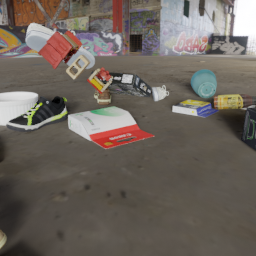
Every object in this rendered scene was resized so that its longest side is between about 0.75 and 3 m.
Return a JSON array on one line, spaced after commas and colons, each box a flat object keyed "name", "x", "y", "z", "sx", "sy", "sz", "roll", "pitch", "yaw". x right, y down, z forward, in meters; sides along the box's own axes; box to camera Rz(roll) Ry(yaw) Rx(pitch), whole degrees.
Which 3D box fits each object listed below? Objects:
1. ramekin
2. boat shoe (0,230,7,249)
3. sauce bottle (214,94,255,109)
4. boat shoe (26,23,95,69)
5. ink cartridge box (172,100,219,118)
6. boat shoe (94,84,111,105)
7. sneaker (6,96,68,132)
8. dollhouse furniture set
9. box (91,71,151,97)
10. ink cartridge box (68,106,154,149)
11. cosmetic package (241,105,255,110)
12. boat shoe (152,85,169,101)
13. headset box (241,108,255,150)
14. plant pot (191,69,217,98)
[{"name": "ramekin", "x": -4.392, "y": -0.764, "z": 10.741, "sx": 1.911, "sy": 0.931, "sz": 1.911, "roll": 0, "pitch": 17, "yaw": 0}, {"name": "boat shoe", "x": -2.802, "y": 1.507, "z": 4.242, "sx": 1.964, "sy": 0.638, "sz": 0.709, "roll": 5, "pitch": 19, "yaw": 14}, {"name": "sauce bottle", "x": 4.736, "y": -1.153, "z": 12.058, "sx": 1.969, "sy": 0.650, "sz": 0.650, "roll": -2, "pitch": 15, "yaw": 25}, {"name": "boat shoe", "x": -2.710, "y": -3.495, "z": 11.614, "sx": 2.980, "sy": 1.271, "sz": 1.101, "roll": 15, "pitch": -36, "yaw": -33}, {"name": "ink cartridge box", "x": 2.929, "y": -0.864, "z": 12.041, "sx": 1.505, "sy": 0.354, "sz": 1.487, "roll": 12, "pitch": 21, "yaw": 37}, {"name": "boat shoe", "x": -1.229, "y": -1.823, "z": 14.102, "sx": 0.858, "sy": 0.859, "sz": 2.323, "roll": -4, "pitch": 19, "yaw": -13}, {"name": "sneaker", "x": -3.248, "y": -0.617, "z": 10.075, "sx": 0.917, "sy": 1.060, "sz": 2.559, "roll": 11, "pitch": 21, "yaw": 31}, {"name": "dollhouse furniture set", "x": -0.907, "y": -1.153, "z": 5.194, "sx": 1.318, "sy": 0.536, "sz": 0.709, "roll": 44, "pitch": 20, "yaw": -8}, {"name": "box", "x": -0.357, "y": -2.251, "z": 14.545, "sx": 2.595, "sy": 0.565, "sz": 2.079, "roll": 10, "pitch": -6, "yaw": 29}, {"name": "ink cartridge box", "x": -0.604, "y": -0.103, "z": 9.345, "sx": 1.948, "sy": 0.606, "sz": 2.420, "roll": -13, "pitch": 21, "yaw": -34}, {"name": "cosmetic package", "x": 5.173, "y": -1.133, "z": 12.535, "sx": 0.385, "sy": 0.535, "sz": 0.949, "roll": -10, "pitch": 19, "yaw": -32}, {"name": "boat shoe", "x": 1.663, "y": -1.789, "z": 14.252, "sx": 0.817, "sy": 0.708, "sz": 1.917, "roll": -10, "pitch": 9, "yaw": 6}, {"name": "headset box", "x": 4.605, "y": 0.226, "z": 7.433, "sx": 2.046, "sy": 1.090, "sz": 2.350, "roll": -2, "pitch": 18, "yaw": -8}, {"name": "plant pot", "x": 4.113, "y": -2.263, "z": 14.913, "sx": 1.358, "sy": 1.358, "sz": 1.276, "roll": 1, "pitch": 32, "yaw": 3}]
